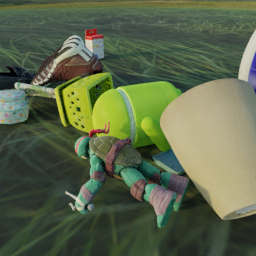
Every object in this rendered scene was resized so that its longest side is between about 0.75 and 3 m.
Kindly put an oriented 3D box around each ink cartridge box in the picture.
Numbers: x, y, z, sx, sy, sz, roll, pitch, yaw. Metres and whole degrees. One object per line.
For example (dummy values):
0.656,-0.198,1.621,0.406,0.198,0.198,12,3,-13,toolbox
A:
-1.635,-4.110,13.784,0.467,1.389,0.807,20,34,33,ink cartridge box

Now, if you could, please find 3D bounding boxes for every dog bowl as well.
4.525,-1.957,8.203,2.741,2.741,1.079,-20,38,-34,dog bowl

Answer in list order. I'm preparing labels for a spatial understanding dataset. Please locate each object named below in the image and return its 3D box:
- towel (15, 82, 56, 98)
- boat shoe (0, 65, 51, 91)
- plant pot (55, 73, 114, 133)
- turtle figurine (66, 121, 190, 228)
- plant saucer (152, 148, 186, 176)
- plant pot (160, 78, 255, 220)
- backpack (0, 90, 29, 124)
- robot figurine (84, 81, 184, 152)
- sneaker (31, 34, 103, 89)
-2.418,-1.033,8.446,1.621,0.249,1.210,10,-1,-3,towel
-3.828,-1.719,9.681,1.058,0.883,2.837,20,28,41,boat shoe
-1.148,-0.704,7.490,1.173,1.286,1.292,5,28,24,plant pot
-0.216,0.750,4.872,2.376,1.196,1.779,22,34,25,turtle figurine
1.549,0.512,6.265,2.116,0.201,0.740,-21,34,-33,plant saucer
1.640,0.461,4.696,1.768,1.768,1.888,-6,58,-12,plant pot
-3.211,-0.573,7.692,0.942,0.822,1.072,-2,34,-17,backpack
0.295,-0.294,6.470,2.448,1.416,2.148,-11,24,-21,robot figurine
-1.817,-1.570,8.742,2.850,1.646,1.078,-18,44,49,sneaker
